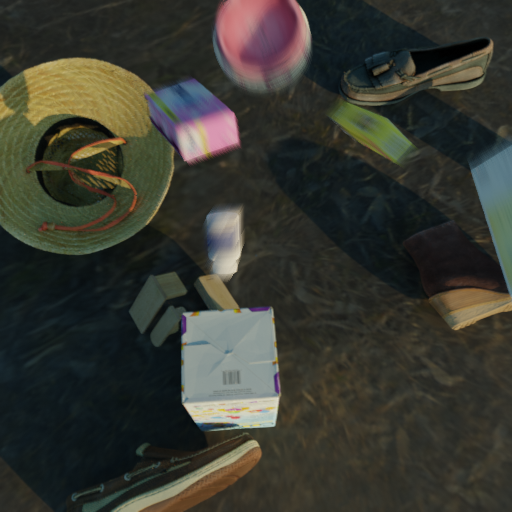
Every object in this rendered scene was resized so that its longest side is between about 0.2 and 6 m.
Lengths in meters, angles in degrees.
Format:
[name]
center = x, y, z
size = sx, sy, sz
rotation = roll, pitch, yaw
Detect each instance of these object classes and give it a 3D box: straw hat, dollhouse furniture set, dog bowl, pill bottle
[straw hat]
center = -3.351, -1.654, 10.883
size = 3.944, 1.669, 3.944
rotation = 0, 74, -1
[dollhouse furniture set]
center = -1.294, 1.087, 10.367
size = 1.386, 1.129, 1.318
rotation = -12, 60, -45
[dog bowl]
center = 0.064, -3.268, 8.270
size = 1.491, 0.550, 1.491
rotation = 0, 96, 4
[pill bottle]
center = -0.469, -0.187, 8.103
size = 0.466, 0.466, 0.839
rotation = -2, 104, -1

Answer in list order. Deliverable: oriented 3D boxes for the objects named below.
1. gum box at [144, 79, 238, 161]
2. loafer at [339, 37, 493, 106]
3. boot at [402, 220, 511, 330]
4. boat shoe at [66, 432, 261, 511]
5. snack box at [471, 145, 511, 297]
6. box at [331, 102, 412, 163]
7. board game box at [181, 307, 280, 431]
[gum box]
center = -1.054, -2.178, 8.768
size = 0.898, 0.523, 1.582
rotation = -23, 44, -17
[loafer]
center = 3.530, -4.243, 12.427
size = 3.404, 1.071, 1.223
rotation = -10, 65, -5
[boot]
center = 4.182, 0.126, 10.477
size = 2.364, 0.855, 1.966
rotation = -19, 68, -5
[boat shoe]
center = -1.513, 3.437, 8.776
size = 3.165, 1.169, 1.171
rotation = -25, 61, -11
[snack box]
center = 3.440, -0.530, 6.885
size = 0.356, 1.115, 1.920
rotation = 16, 56, -33
[box]
center = 1.688, -1.884, 8.405
size = 0.389, 0.584, 1.551
rotation = -50, 27, 9
[board game box]
center = -0.361, 1.851, 8.730
size = 1.328, 2.533, 1.304
rotation = -3, 65, -2
